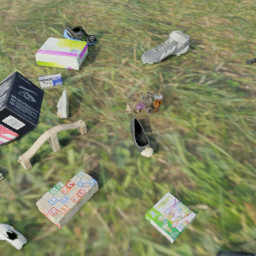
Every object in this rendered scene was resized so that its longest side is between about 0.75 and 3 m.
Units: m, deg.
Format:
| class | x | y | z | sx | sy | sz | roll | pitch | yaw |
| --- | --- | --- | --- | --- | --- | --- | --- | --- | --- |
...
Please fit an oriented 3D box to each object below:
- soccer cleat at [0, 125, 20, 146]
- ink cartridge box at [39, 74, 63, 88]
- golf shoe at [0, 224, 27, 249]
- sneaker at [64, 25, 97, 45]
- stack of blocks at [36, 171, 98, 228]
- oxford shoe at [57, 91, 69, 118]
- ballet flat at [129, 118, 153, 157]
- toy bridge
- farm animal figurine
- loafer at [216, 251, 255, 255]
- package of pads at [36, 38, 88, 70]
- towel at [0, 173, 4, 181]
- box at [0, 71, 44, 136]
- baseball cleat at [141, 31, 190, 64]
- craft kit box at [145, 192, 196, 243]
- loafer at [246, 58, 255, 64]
| class | x | y | z | sx | sy | sz | roll | pitch | yaw |
| --- | --- | --- | --- | --- | --- | --- | --- | --- | --- |
| soccer cleat | -5.539 | 0.157 | 10.830 | 2.954 | 1.081 | 1.007 | -14 | 48 | -13 |
| ink cartridge box | -3.740 | -2.292 | 13.590 | 1.037 | 0.487 | 0.229 | -13 | 48 | -11 |
| golf shoe | -3.580 | 3.118 | 8.357 | 1.198 | 0.582 | 0.469 | 17 | 51 | 18 |
| sneaker | -2.594 | -5.299 | 15.906 | 2.140 | 0.887 | 0.759 | -2 | 33 | -44 |
| stack of blocks | -1.952 | 2.238 | 9.227 | 1.023 | 0.520 | 1.777 | 29 | 53 | 25 |
| oxford shoe | -2.883 | -1.070 | 12.382 | 0.462 | 0.601 | 1.600 | -8 | 50 | 2 |
| ballet flat | 0.471 | 0.378 | 10.998 | 0.628 | 0.537 | 1.890 | -15 | 48 | -14 |
| toy bridge | -2.841 | 0.481 | 10.611 | 2.894 | 0.973 | 0.394 | -34 | 56 | -29 |
| farm animal figurine | 0.732 | -0.993 | 12.219 | 1.532 | 0.799 | 1.515 | 0 | 34 | 10 |
| loafer | 3.284 | 3.694 | 7.809 | 1.591 | 0.558 | 0.540 | 8 | 47 | 8 |
| package of pads | -3.487 | -4.036 | 15.036 | 2.369 | 0.808 | 1.830 | 9 | 47 | 8 |
| towel | -5.390 | 1.722 | 9.961 | 1.618 | 0.184 | 1.162 | 25 | 51 | 23 |
| box | -2.697 | -0.600 | 6.903 | 0.654 | 0.927 | 1.253 | -26 | 45 | 26 |
| baseball cleat | 1.995 | -4.375 | 14.883 | 2.827 | 1.505 | 0.986 | -22 | 55 | -17 |
| craft kit box | 1.347 | 2.800 | 8.888 | 1.148 | 0.282 | 1.162 | 34 | 55 | 31 |
| loafer | 6.666 | -3.601 | 14.996 | 0.766 | 0.269 | 0.260 | -13 | 48 | -12 |
